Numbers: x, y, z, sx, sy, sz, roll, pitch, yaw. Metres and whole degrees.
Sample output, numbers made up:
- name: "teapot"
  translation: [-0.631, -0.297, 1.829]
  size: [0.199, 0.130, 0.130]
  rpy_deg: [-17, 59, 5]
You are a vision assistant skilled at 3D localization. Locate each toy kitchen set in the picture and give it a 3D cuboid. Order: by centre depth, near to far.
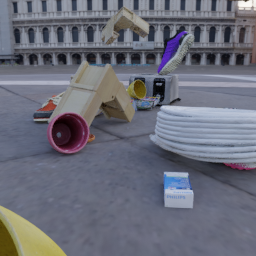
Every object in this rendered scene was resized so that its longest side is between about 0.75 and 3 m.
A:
- name: "toy kitchen set"
  translation: [-1.488, -0.565, 9.618]
  size: [2.185, 2.416, 2.678]
  rpy_deg: [13, -24, 27]
- name: "toy kitchen set"
  translation: [-0.171, -3.848, 11.774]
  size: [1.424, 1.287, 1.578]
  rpy_deg: [25, -37, -30]

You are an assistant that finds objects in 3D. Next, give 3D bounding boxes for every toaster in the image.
- name: "toaster"
  translation: [1.502, -2.111, 15.093]
  size: [2.321, 1.523, 2.567]
  rpy_deg: [7, 15, 22]

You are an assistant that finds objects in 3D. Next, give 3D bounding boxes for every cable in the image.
- name: "cable"
  translation: [2.139, 0.048, 6.611]
  size: [2.988, 1.034, 2.987]
  rpy_deg: [1, 6, -5]

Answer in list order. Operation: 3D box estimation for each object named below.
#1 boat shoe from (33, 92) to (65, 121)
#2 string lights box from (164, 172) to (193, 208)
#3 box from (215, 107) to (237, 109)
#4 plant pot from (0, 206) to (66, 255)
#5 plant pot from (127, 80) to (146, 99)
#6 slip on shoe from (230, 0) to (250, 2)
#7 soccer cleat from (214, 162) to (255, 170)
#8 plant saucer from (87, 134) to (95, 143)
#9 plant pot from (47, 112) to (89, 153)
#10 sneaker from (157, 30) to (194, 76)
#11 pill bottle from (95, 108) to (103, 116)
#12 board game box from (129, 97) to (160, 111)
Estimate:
- name: "boat shoe"
  translation: [-2.937, -0.900, 11.414]
  size: [1.037, 0.912, 2.914]
  rpy_deg: [5, 16, 13]
- name: "string lights box"
  translation: [0.841, 1.033, 4.785]
  size: [0.448, 0.257, 0.873]
  rpy_deg: [2, 14, 6]
- name: "box"
  translation: [4.095, -0.622, 11.593]
  size: [0.927, 0.268, 1.166]
  rpy_deg: [3, 14, 12]
- name: "plant pot"
  translation: [-0.831, 1.278, 1.771]
  size: [1.467, 1.467, 1.041]
  rpy_deg: [8, -21, 31]
- name: "plant pot"
  translation: [0.324, -1.724, 12.958]
  size: [0.624, 0.879, 0.879]
  rpy_deg: [-10, 3, 44]
- name: "slip on shoe"
  translation: [3.458, -3.900, 8.019]
  size: [1.802, 0.685, 0.546]
  rpy_deg: [27, -15, 41]
- name: "soccer cleat"
  translation: [2.229, 0.581, 6.153]
  size: [1.148, 0.495, 0.401]
  rpy_deg: [12, 18, 40]
- name: "plant saucer"
  translation: [-1.343, 0.306, 8.089]
  size: [0.767, 0.124, 0.767]
  rpy_deg: [-1, 14, 0]
- name: "plant pot"
  translation: [-1.628, 0.136, 7.172]
  size: [1.021, 1.021, 0.914]
  rpy_deg: [-9, 1, -32]
- name: "sneaker"
  translation: [1.875, -3.335, 12.262]
  size: [1.061, 2.134, 0.742]
  rpy_deg: [47, 21, 28]
- name: "pill bottle"
  translation: [-1.122, -1.302, 12.101]
  size: [1.323, 1.323, 2.383]
  rpy_deg: [6, 14, 23]
- name: "board game box"
  translation: [0.493, -1.119, 13.113]
  size: [1.697, 0.523, 1.696]
  rpy_deg: [5, 15, 17]
